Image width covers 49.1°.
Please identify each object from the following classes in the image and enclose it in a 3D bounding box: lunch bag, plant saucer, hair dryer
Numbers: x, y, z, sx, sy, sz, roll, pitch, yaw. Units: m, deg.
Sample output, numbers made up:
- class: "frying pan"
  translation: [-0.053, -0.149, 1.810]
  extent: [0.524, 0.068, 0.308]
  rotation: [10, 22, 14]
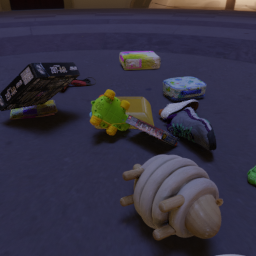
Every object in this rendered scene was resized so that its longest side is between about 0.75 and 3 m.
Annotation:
- class: "lunch bag"
  translation: [2.305, -1.619, 11.527]
  extent: [1.605, 0.662, 1.290]
  rotation: [-10, 29, -18]
- class: "plant saucer"
  translation: [-0.117, -0.637, 9.917]
  extent: [1.987, 0.481, 1.987]
  rotation: [0, 28, 0]
- class: "hair dryer"
  translation: [-2.510, -2.139, 12.623]
  extent: [1.535, 0.547, 2.015]
  rotation: [16, 33, 25]

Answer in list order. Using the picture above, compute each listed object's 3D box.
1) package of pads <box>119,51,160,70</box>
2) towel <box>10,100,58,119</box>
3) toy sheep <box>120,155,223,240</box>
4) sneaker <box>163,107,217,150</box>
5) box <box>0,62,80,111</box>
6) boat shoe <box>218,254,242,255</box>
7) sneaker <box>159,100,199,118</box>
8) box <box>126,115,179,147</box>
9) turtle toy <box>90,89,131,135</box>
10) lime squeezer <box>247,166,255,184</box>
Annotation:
- class: "package of pads"
  translation: [0.642, -3.738, 15.407]
  extent: [2.042, 0.696, 1.577]
  rotation: [-5, 29, -9]
- class: "towel"
  translation: [-3.468, -0.709, 10.350]
  extent: [1.646, 0.187, 1.182]
  rotation: [-8, 30, -14]
- class: "toy sheep"
  translation: [0.780, 1.236, 5.365]
  extent: [1.625, 1.625, 2.357]
  rotation: [-17, 33, -29]
- class: "sneaker"
  translation: [1.770, 0.125, 8.334]
  extent: [1.052, 0.894, 2.403]
  rotation: [-15, 20, -1]
- class: "box"
  translation: [-2.951, -1.356, 9.186]
  extent: [2.275, 0.495, 1.822]
  rotation: [-28, -5, 36]
- class: "boat shoe"
  translation: [1.829, 2.371, 4.104]
  extent: [2.005, 0.730, 0.619]
  rotation: [4, 24, -2]
- class: "sneaker"
  translation: [1.790, -0.730, 9.958]
  extent: [1.610, 0.586, 0.682]
  rotation: [-19, 36, -29]
- class: "box"
  translation: [0.712, 0.078, 8.217]
  extent: [1.380, 0.275, 0.945]
  rotation: [27, 0, 40]
- class: "turtle toy"
  translation: [-0.500, -0.399, 8.518]
  extent: [1.581, 1.152, 0.799]
  rotation: [33, -8, -30]
- class: "lime squeezer"
  translation: [3.194, 1.146, 6.838]
  extent: [0.533, 0.285, 1.510]
  rotation: [7, 28, 13]
